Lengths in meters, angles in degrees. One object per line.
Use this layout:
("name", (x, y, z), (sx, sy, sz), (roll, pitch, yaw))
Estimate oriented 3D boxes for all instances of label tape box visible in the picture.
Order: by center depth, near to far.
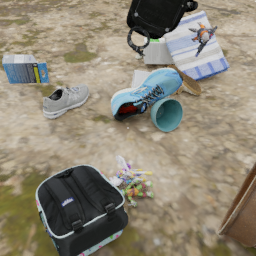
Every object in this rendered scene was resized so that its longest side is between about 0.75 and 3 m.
("label tape box", (-2.906, -1.689, 8.085), (1.154, 0.827, 0.381), (-4, 57, -11))

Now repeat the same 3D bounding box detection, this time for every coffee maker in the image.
("coffee maker", (0.702, -3.772, 9.217), (2.615, 1.833, 2.722), (-42, 10, 6))

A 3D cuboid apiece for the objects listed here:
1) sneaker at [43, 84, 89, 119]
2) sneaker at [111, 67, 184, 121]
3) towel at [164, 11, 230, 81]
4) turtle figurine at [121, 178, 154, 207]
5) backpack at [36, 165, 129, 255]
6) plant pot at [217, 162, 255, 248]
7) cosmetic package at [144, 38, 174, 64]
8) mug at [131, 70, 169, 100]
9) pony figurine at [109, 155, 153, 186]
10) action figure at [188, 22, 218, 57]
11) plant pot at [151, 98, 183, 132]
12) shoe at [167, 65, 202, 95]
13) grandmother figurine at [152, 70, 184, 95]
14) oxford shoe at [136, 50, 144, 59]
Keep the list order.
("sneaker", (-2.144, -1.137, 9.981), (0.775, 0.850, 2.073), (22, 44, 25))
("sneaker", (0.614, -0.926, 9.046), (2.637, 1.033, 1.186), (-28, 33, 23))
("towel", (2.776, -3.384, 11.682), (2.098, 0.340, 2.857), (-19, 78, -3))
("turtle figurine", (0.248, 1.569, 6.804), (0.806, 0.831, 0.598), (-6, 62, -18))
("backpack", (-1.029, 1.698, 5.992), (1.655, 1.403, 1.864), (-24, 40, -25))
("plant pot", (3.488, 1.690, 5.393), (2.514, 2.540, 2.540), (31, 48, 22))
("cosmetic package", (1.918, -3.483, 12.669), (2.380, 1.010, 1.281), (-1, 27, 0))
("mug", (0.816, -1.477, 10.351), (1.335, 1.124, 1.522), (7, 8, -4))
("pony figurine", (0.003, 1.155, 7.222), (0.957, 0.797, 0.923), (11, -4, -28))
("action figure", (2.480, -3.148, 9.775), (0.631, 1.205, 1.166), (24, 19, -19))
("plant pot", (1.148, -0.494, 9.145), (1.067, 1.067, 0.719), (-19, 25, -22))
("shoe", (2.195, -1.827, 11.136), (0.616, 0.470, 1.761), (-24, 59, -35))
("grandmother figurine", (1.506, -1.881, 11.212), (0.976, 0.488, 1.610), (1, 32, -42))
("oxford shoe", (0.590, -3.557, 13.493), (0.305, 0.234, 0.810), (20, 45, 19))
